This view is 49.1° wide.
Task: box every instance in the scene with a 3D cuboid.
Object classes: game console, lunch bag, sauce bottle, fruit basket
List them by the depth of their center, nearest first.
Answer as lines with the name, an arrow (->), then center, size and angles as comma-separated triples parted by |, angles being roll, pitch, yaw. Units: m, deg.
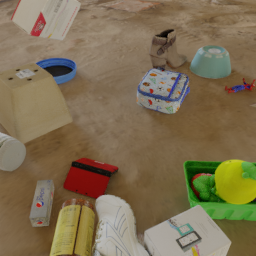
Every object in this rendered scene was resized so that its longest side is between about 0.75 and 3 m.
sauce bottle -> -1.123, 2.512, 5.297 | 0.807, 0.807, 2.446 | 1, 37, 2
fruit basket -> 2.239, 1.174, 6.131 | 2.041, 2.041, 1.472 | 2, 38, 2
game console -> -0.958, 1.299, 7.426 | 1.138, 0.676, 0.981 | 13, 8, 16
lunch bag -> 1.369, -1.463, 10.442 | 1.754, 0.827, 2.189 | 15, 41, 15

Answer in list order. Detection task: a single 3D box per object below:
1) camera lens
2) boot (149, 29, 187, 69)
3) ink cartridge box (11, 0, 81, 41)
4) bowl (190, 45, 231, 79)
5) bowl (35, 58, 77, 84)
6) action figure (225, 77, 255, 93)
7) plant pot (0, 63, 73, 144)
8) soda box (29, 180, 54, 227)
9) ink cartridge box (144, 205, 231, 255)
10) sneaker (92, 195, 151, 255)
camera lens -> -3.515, 0.605, 7.659 | 1.133, 0.906, 0.906 | 18, 41, 22
boot -> 1.872, -3.492, 12.315 | 2.328, 1.702, 0.818 | -30, 46, -33
ink cartridge box -> -2.878, -4.191, 10.123 | 0.976, 1.682, 2.279 | 35, 18, 3
bowl -> 3.686, -3.015, 12.324 | 1.829, 0.957, 1.829 | -1, 37, 0
bowl -> -3.182, -2.454, 12.058 | 1.959, 0.385, 1.959 | 0, 38, 0
action figure -> 4.490, -1.731, 10.985 | 1.220, 0.604, 0.398 | -7, 39, -13
plant pot -> -3.201, -0.964, 9.045 | 1.941, 1.718, 1.939 | -28, 46, -31
soda box -> -2.016, 1.752, 6.633 | 0.380, 0.353, 1.114 | -3, 38, -4
ink cartridge box -> 1.078, 2.337, 5.384 | 1.296, 0.951, 0.946 | -18, 41, -21
sneaker -> -0.284, 2.196, 5.503 | 0.976, 0.835, 2.242 | 2, 32, -27
